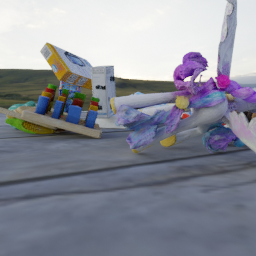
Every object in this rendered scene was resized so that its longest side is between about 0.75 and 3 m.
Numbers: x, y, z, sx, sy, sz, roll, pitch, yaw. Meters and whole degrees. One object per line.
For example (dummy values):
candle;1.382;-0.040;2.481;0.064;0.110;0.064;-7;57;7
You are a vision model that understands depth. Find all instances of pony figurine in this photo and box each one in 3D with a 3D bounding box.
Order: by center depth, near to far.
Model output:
pony figurine;1.176;-0.363;3.993;2.641;2.199;2.550;-14;-10;20

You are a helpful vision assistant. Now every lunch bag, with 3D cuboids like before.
lunch bag;-2.408;-1.036;11.455;0.815;1.734;1.305;5;32;-12

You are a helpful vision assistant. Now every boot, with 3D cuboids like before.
boot;2.914;0.031;5.329;1.570;0.754;2.147;10;12;-22

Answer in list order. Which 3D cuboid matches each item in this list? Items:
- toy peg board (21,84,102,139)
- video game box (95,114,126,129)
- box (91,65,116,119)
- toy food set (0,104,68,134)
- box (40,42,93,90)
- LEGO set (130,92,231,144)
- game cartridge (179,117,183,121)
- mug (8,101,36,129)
toy peg board;-1.529;-0.524;7.215;1.846;0.903;1.838;15;4;-10
video game box;0.116;-0.370;10.317;2.182;0.511;1.988;1;9;24
box;-0.783;-1.221;9.315;0.504;1.676;0.978;1;14;15
toy food set;-2.581;-0.187;8.404;1.928;0.560;2.792;18;8;2
box;-2.048;-2.333;11.228;0.566;1.624;2.728;-44;-23;18
LEGO set;1.359;-0.378;6.371;2.782;0.683;2.079;22;16;7
game cartridge;2.825;-0.565;15.795;1.469;0.300;0.978;2;8;25
mug;-3.555;-0.455;9.229;0.836;1.017;0.629;16;11;22
